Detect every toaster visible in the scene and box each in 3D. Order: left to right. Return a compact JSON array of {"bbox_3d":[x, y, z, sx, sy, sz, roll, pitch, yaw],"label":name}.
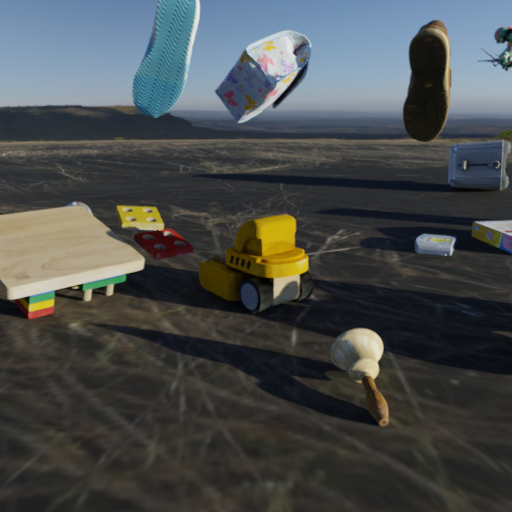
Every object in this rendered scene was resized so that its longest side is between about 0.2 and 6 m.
[{"bbox_3d":[7.499,-3.031,18.808,1.845,1.623,2.857,4,10,23],"label":"toaster"}]

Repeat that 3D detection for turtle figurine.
[{"bbox_3d":[4.055,-3.099,8.569,1.424,0.717,1.066,40,31,26],"label":"turtle figurine"}]

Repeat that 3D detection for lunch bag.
[{"bbox_3d":[0.274,-3.675,11.415,1.742,1.107,1.477,-41,4,-37],"label":"lunch bag"}]

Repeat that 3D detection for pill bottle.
[{"bbox_3d":[-3.919,-0.815,12.277,0.672,0.672,1.264,-5,15,-18],"label":"pill bottle"}]

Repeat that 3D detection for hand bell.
[{"bbox_3d":[1.067,1.213,5.300,0.546,0.546,1.049,-1,28,-4],"label":"hand bell"}]

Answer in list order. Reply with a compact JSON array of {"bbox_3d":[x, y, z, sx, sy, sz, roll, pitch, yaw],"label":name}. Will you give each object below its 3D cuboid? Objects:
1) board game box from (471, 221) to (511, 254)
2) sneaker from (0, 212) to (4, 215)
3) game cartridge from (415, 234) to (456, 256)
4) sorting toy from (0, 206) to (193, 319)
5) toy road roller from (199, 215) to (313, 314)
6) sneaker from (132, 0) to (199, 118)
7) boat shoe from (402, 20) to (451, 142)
[{"bbox_3d":[5.363,-0.383,11.281,1.280,0.337,1.673,-2,15,-8],"label":"board game box"},{"bbox_3d":[-4.634,-0.332,9.573,3.357,1.116,1.519,6,19,28],"label":"sneaker"},{"bbox_3d":[3.505,-0.226,11.002,0.723,0.219,1.084,2,14,23],"label":"game cartridge"},{"bbox_3d":[-2.907,0.040,8.207,4.079,0.690,1.967,-15,38,-43],"label":"sorting toy"},{"bbox_3d":[0.003,0.003,8.034,1.047,1.244,1.704,-12,19,-37],"label":"toy road roller"},{"bbox_3d":[-1.212,-2.843,7.883,0.706,1.845,0.745,21,24,-9],"label":"sneaker"},{"bbox_3d":[3.381,-3.328,10.813,0.870,2.418,0.816,15,52,23],"label":"boat shoe"}]
